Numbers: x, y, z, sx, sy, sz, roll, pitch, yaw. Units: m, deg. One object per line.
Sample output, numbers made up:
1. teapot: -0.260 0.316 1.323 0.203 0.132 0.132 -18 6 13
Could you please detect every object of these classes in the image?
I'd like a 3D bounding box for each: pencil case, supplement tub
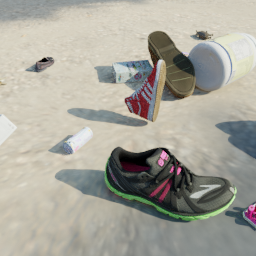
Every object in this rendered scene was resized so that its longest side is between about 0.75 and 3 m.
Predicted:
1. pencil case: -1.183 0.283 6.637 0.330 0.360 0.793 20 38 26
2. supplement tub: 3.191 -2.250 9.273 2.175 1.577 1.577 -26 42 -32

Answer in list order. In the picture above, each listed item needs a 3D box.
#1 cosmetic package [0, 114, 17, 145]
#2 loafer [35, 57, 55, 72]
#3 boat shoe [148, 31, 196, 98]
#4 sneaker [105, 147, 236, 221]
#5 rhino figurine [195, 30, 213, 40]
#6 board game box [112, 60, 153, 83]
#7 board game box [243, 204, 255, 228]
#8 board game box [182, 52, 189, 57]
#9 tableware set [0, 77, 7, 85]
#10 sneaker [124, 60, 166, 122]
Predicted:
1. cosmetic package: -2.854 0.224 5.738 0.594 0.427 1.053 5 50 54
2. loafer: -3.178 -2.540 10.758 0.433 0.380 1.206 8 35 11
3. boat shoe: 1.458 -2.006 9.384 1.027 0.970 2.855 -14 58 -4
4. sneaker: 0.698 0.926 5.091 2.454 1.028 0.942 9 35 13
5. rhino figurine: 3.705 -4.666 13.925 0.497 0.340 1.137 -12 35 -18
6. board game box: 0.173 -2.020 9.955 1.358 0.436 1.002 -6 35 -7
7. board game box: 3.411 1.645 4.727 2.015 0.261 2.016 -20 39 -26
8. board game box: 2.208 -2.631 10.901 0.605 0.367 0.759 21 40 28
9. tableware set: -4.611 -1.316 9.085 0.890 0.270 1.347 0 27 21
10. sneaker: 0.416 -0.999 7.177 0.907 1.612 0.574 19 26 20
